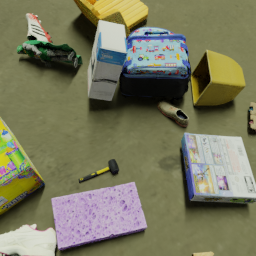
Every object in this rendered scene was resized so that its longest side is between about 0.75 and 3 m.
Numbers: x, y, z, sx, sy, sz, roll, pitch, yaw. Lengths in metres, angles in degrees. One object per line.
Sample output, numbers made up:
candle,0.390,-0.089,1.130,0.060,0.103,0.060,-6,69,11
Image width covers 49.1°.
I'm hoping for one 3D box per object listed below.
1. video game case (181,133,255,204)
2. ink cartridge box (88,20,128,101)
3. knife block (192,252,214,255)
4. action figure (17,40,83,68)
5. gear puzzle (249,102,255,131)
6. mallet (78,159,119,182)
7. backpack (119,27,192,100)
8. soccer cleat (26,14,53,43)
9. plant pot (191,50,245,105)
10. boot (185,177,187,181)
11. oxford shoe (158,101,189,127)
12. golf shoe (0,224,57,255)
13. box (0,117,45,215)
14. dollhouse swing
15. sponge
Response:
video game case,2.912,1.274,9.159,2.072,0.520,2.286,5,52,-7
ink cartridge box,-0.804,-2.342,10.026,0.956,2.271,1.642,7,49,-15
knife block,2.117,3.993,8.084,0.821,0.263,0.721,-4,62,-3
action figure,-3.404,-3.071,11.541,2.724,1.609,0.745,13,74,16
gear puzzle,5.762,-0.204,10.426,2.571,0.337,1.332,11,59,3
mallet,-0.964,1.561,9.459,1.419,0.292,0.467,-28,59,-11
backpack,1.037,-2.772,10.874,2.731,2.012,2.991,4,60,3
soccer cleat,-4.186,-4.327,12.478,0.903,0.727,2.119,-30,70,-20
plant pot,3.466,-1.776,10.656,1.585,1.549,1.539,7,60,-10
boot,2.573,1.669,9.357,1.094,0.352,1.020,38,68,14
oxford shoe,1.729,-0.640,10.512,1.416,0.523,0.501,36,67,18
golf shoe,-3.229,3.344,8.208,2.354,0.887,1.077,8,49,-1
box,-4.611,1.315,8.757,2.743,1.673,2.642,-34,66,-16
dollhouse swing,-0.748,-5.641,12.398,2.398,2.479,2.727,-42,67,2
sponge,-0.902,2.642,8.583,2.670,0.398,1.490,-9,61,-13
